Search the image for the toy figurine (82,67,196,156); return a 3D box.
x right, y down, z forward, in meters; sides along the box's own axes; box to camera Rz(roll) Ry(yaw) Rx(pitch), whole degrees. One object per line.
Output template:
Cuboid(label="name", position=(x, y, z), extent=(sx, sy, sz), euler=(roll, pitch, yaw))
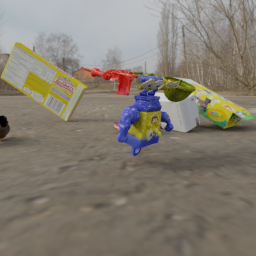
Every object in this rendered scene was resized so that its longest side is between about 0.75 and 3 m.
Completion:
Cuboid(label="toy figurine", position=(0.209, -0.224, 4.575), extent=(1.150, 1.306, 2.179), euler=(17, 15, 29))

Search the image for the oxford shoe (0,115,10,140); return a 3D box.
Cuboid(label="oxford shoe", position=(-2.882, -0.027, 6.369), extent=(0.480, 0.471, 1.322), euler=(-31, 5, -4))

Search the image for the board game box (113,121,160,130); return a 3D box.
Cuboid(label="board game box", position=(0.181, -0.066, 7.869), extent=(0.856, 0.162, 1.663), euler=(-14, 12, -14))

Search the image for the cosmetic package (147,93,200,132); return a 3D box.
Cuboid(label="cosmetic package", position=(1.158, -0.506, 8.315), extent=(0.686, 0.942, 1.853), euler=(-28, 21, -28))

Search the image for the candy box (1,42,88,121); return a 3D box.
Cuboid(label="candy box", position=(-3.037, -1.641, 10.058), extent=(2.925, 1.495, 0.386), euler=(34, 19, 1))

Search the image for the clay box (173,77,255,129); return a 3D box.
Cuboid(label="clay box", position=(2.562, -0.748, 8.764), extent=(2.562, 0.610, 1.472), euler=(38, 26, 28))
